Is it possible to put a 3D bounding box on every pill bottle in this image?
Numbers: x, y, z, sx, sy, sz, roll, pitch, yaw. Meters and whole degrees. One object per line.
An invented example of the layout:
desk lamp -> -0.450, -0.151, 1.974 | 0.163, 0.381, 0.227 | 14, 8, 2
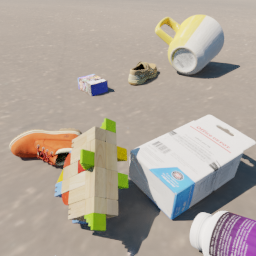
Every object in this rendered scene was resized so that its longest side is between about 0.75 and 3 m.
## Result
pill bottle -> 1.481, 1.512, 3.537 | 1.316, 0.740, 0.740 | 8, 27, 45

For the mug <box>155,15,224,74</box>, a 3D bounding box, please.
mug -> 2.236, -3.054, 10.688 | 2.346, 1.879, 1.926 | 16, 46, 26

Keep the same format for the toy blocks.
toy blocks -> -0.688, 0.793, 4.365 | 0.838, 1.146, 1.676 | 21, 54, -38

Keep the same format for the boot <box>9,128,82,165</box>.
boot -> -1.698, 0.440, 5.752 | 1.521, 0.571, 0.815 | -8, 37, -5

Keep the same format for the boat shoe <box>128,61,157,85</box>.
boat shoe -> 0.596, -2.097, 10.134 | 0.648, 0.587, 1.820 | 13, 32, 22

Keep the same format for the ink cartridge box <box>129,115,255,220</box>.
ink cartridge box -> 1.183, 0.587, 5.124 | 2.060, 0.699, 1.195 | -23, 43, -28

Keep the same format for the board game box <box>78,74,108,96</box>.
board game box -> -1.148, -1.409, 9.133 | 0.651, 0.396, 0.817 | -21, 36, -32
